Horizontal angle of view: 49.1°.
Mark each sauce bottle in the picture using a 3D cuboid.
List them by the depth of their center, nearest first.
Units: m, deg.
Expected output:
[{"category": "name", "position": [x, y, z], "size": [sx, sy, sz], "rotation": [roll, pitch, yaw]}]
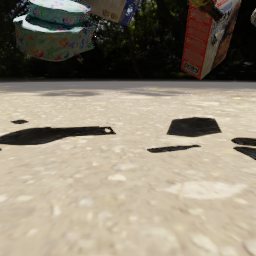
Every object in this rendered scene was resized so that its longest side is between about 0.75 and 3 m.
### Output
[{"category": "sauce bottle", "position": [1.708, -3.019, 6.536], "size": [1.310, 0.424, 0.424], "rotation": [33, 1, -19]}]

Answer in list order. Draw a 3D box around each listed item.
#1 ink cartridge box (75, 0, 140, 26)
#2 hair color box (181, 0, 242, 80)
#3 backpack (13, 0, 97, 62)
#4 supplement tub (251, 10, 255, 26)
[{"category": "ink cartridge box", "position": [-0.813, -4.008, 8.345], "size": [2.290, 0.481, 1.366], "rotation": [19, -28, -10]}, {"category": "hair color box", "position": [2.734, -3.295, 9.221], "size": [0.956, 2.990, 1.658], "rotation": [37, 63, 26]}, {"category": "backpack", "position": [-2.003, -2.705, 7.681], "size": [1.839, 1.560, 2.071], "rotation": [23, 43, 15]}, {"category": "supplement tub", "position": [3.879, -2.583, 6.988], "size": [0.916, 1.389, 0.916], "rotation": [-32, -18, -11]}]
